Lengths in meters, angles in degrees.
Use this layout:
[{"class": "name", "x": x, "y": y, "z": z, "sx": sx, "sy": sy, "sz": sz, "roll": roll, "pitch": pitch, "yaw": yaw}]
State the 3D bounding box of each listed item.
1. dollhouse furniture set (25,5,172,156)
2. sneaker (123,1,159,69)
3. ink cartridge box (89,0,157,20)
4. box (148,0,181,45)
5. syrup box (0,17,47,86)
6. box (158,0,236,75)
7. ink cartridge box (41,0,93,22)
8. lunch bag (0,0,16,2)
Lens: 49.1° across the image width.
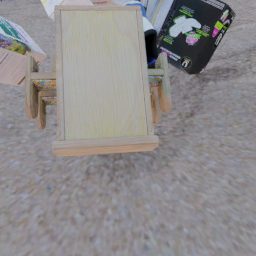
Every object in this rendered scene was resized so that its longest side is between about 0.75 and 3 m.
[{"class": "dollhouse furniture set", "x": -0.461, "y": -0.362, "z": 4.659, "sx": 2.410, "sy": 2.750, "sz": 1.826, "roll": -3, "pitch": 78, "yaw": -7}, {"class": "sneaker", "x": -0.072, "y": -1.458, "z": 6.145, "sx": 0.893, "sy": 2.210, "sz": 1.276, "roll": -6, "pitch": 52, "yaw": -44}, {"class": "ink cartridge box", "x": -0.127, "y": -4.495, "z": 10.040, "sx": 2.752, "sy": 1.159, "sz": 1.990, "roll": 16, "pitch": 7, "yaw": -41}, {"class": "box", "x": 1.814, "y": -3.682, "z": 9.369, "sx": 2.539, "sy": 2.011, "sz": 0.614, "roll": -8, "pitch": 42, "yaw": -47}, {"class": "syrup box", "x": -2.844, "y": -1.610, "z": 5.329, "sx": 1.028, "sy": 1.063, "sz": 2.611, "roll": 48, "pitch": 15, "yaw": 9}, {"class": "box", "x": 1.930, "y": -2.669, "z": 8.029, "sx": 1.230, "sy": 1.979, "sz": 1.470, "roll": 36, "pitch": 24, "yaw": 19}, {"class": "ink cartridge box", "x": -1.098, "y": -2.415, "z": 5.780, "sx": 0.717, "sy": 1.248, "sz": 1.719, "roll": -43, "pitch": 45, "yaw": 12}, {"class": "lunch bag", "x": -2.751, "y": -3.405, "z": 6.710, "sx": 0.854, "sy": 0.640, "sz": 1.005, "roll": -22, "pitch": 31, "yaw": -12}]
